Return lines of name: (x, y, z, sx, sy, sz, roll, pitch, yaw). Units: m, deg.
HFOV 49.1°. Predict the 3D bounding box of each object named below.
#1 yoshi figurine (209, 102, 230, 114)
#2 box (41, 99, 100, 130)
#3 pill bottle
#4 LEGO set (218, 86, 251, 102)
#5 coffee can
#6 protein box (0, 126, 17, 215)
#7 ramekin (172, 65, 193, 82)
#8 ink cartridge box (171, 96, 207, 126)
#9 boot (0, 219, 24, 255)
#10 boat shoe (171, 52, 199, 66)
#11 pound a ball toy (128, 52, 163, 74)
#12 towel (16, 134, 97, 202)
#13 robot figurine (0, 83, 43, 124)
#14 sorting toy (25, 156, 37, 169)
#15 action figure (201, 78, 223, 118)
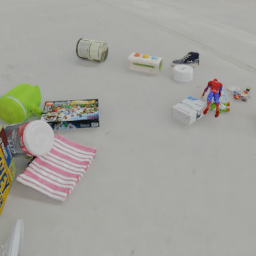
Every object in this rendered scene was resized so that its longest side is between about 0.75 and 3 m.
yoshi figurine: (4.116, -0.967, 12.641, 0.955, 0.535, 0.537, 3, 44, 9)
box: (-2.462, -0.618, 12.203, 2.410, 0.454, 1.646, -4, 37, -5)
pill bottle: (-3.738, 0.420, 9.826, 2.155, 1.193, 1.193, -7, 30, 33)
LEGO set: (5.190, -1.828, 13.845, 1.871, 0.459, 1.398, 3, 41, 4)
coffee can: (-2.171, -4.737, 17.030, 1.621, 1.187, 1.187, 15, 40, 18)
protein box: (-5.211, 1.556, 8.070, 2.887, 1.947, 2.866, -2, 37, -3)
ramekin: (2.990, -3.008, 15.279, 1.153, 0.562, 1.153, 0, 38, 0)
ink cartridge box: (2.696, -0.766, 12.303, 1.352, 0.566, 0.981, -30, 46, -34)
boot: (-3.176, 3.163, 6.988, 0.910, 0.700, 1.903, 0, 38, -10)
boat shoe: (3.408, -4.098, 16.529, 1.692, 0.784, 0.632, -6, 37, -8)
pound a ball toy: (0.957, -3.969, 16.263, 2.141, 0.909, 1.396, 15, 40, 18)
towel: (-2.350, 1.237, 9.604, 1.789, 0.366, 2.445, 19, 40, 11)
robot figurine: (-4.684, -1.057, 12.086, 1.988, 1.311, 2.266, 12, 39, 14)
sorting toy: (-3.156, 1.202, 9.974, 1.466, 0.248, 0.707, 11, 39, 14)
action figure: (3.819, -1.285, 12.847, 0.782, 1.186, 2.396, 17, 52, 7)
